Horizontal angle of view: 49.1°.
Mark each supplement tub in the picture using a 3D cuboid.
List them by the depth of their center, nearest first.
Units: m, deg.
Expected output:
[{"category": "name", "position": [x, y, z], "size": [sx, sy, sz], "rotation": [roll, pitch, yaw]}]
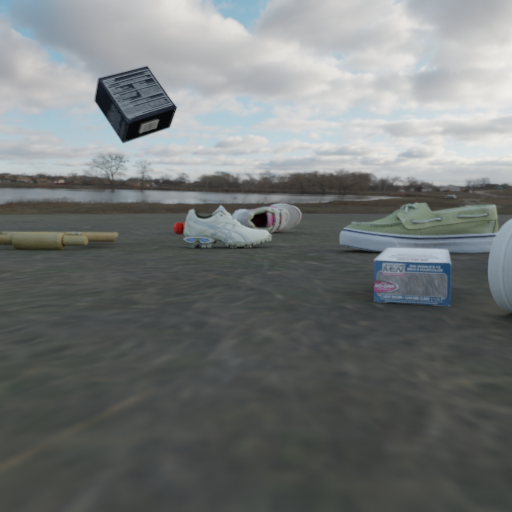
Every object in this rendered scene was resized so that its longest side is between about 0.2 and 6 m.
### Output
[{"category": "supplement tub", "position": [2.290, 0.110, 3.788], "size": [0.759, 0.759, 1.151], "rotation": [-4, 6, -36]}]

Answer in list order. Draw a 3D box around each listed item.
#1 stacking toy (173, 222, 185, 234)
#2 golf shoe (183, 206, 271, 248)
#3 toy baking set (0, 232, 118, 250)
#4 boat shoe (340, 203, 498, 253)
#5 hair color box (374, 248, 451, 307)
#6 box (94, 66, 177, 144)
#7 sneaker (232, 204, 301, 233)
[{"category": "stacking toy", "position": [-1.685, -0.809, 15.403], "size": [1.226, 0.523, 0.523], "rotation": [-3, 5, 10]}, {"category": "golf shoe", "position": [-0.530, -0.547, 10.633], "size": [1.686, 0.820, 0.660], "rotation": [1, 3, -6]}, {"category": "toy baking set", "position": [-4.054, -0.310, 11.070], "size": [2.797, 0.325, 2.147], "rotation": [0, 2, 2]}, {"category": "boat shoe", "position": [2.829, -0.499, 9.786], "size": [2.743, 0.851, 0.988], "rotation": [0, 5, -1]}, {"category": "hair color box", "position": [1.457, 0.165, 5.168], "size": [0.631, 0.382, 1.262], "rotation": [2, 6, 18]}, {"category": "box", "position": [-2.546, -3.197, 11.806], "size": [1.222, 1.213, 0.753], "rotation": [-27, -12, -32]}, {"category": "sneaker", "position": [0.411, -1.000, 15.909], "size": [2.101, 0.855, 0.927], "rotation": [-11, 10, -23]}]
